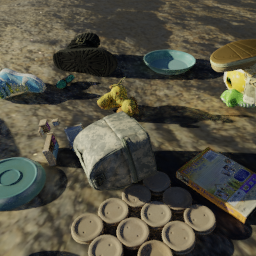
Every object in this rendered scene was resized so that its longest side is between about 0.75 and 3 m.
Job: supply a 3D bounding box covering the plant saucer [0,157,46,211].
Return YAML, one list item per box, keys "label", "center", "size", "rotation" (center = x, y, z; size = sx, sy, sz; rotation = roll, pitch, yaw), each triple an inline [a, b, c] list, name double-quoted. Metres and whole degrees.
- label: "plant saucer"
  center: [-3.014, 1.316, 7.124]
  size: [1.783, 0.244, 1.783]
  rotation: [0, 37, 0]

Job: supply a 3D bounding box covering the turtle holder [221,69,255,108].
- label: "turtle holder"
  center: [4.403, -1.633, 9.878]
  size: [1.923, 2.058, 2.708]
  rotation: [26, 86, 28]

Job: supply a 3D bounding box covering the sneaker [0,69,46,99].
- label: "sneaker"
  center: [-4.227, -1.471, 10.548]
  size: [2.012, 0.800, 1.314]
  rotation: [15, 47, 15]

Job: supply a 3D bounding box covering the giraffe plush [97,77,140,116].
- label: "giraffe plush"
  center: [-0.165, -0.836, 9.493]
  size: [1.135, 1.400, 1.208]
  rotation: [51, 41, 9]

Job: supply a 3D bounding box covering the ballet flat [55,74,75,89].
- label: "ballet flat"
  center: [-2.612, -1.868, 11.428]
  size: [0.373, 0.373, 1.022]
  rotation: [23, 48, 28]

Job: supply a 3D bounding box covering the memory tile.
- label: "memory tile"
  center: [0.365, 2.091, 6.048]
  size: [2.756, 0.231, 2.112]
  rotation: [-26, 42, -31]

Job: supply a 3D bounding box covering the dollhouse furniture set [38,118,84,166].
- label: "dollhouse furniture set"
  center: [-1.678, 0.323, 7.695]
  size: [1.225, 1.156, 0.799]
  rotation: [-12, 37, 3]

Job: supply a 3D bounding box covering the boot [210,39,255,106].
- label: "boot"
  center: [3.431, -1.466, 7.841]
  size: [2.556, 1.976, 0.921]
  rotation: [-17, 44, -11]

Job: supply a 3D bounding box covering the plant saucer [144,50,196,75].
- label: "plant saucer"
  center: [1.884, -2.975, 12.827]
  size: [2.339, 0.420, 2.339]
  rotation: [0, 36, 0]

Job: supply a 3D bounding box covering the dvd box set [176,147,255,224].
- label: "dvd box set"
  center: [2.412, 1.327, 7.061]
  size: [1.426, 0.287, 1.949]
  rotation: [-30, 46, -34]

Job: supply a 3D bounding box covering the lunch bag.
- label: "lunch bag"
  center: [-0.422, 0.590, 7.036]
  size: [1.647, 1.368, 1.963]
  rotation: [-20, 29, -13]

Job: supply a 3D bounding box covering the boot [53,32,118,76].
- label: "boot"
  center: [-1.638, -3.494, 12.880]
  size: [3.123, 1.175, 2.335]
  rotation: [12, 38, 16]
